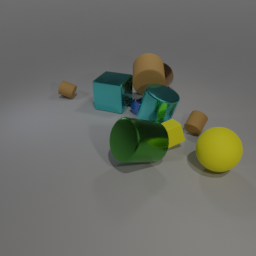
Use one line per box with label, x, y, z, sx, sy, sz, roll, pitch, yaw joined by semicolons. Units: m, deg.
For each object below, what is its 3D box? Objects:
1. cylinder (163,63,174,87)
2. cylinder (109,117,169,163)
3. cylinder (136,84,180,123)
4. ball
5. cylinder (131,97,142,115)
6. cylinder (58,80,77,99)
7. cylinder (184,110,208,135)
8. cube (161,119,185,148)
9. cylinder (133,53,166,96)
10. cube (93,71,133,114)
cylinder;1.441;-2.477;14.258;1.400;1.400;1.400;14;34;22
cylinder;0.355;0.415;9.026;1.400;1.400;1.400;6;21;-41
cylinder;1.185;-0.834;11.236;1.400;1.400;1.400;13;35;-9
ball;2.836;0.666;8.760;1.400;1.400;1.400;0;31;0
cylinder;0.595;-0.991;12.481;0.700;0.700;0.700;-24;39;-34
cylinder;-2.985;-1.899;13.827;0.700;0.700;0.700;21;32;-1
cylinder;2.664;-0.215;10.972;0.700;0.700;0.700;21;67;31
cube;1.545;0.184;10.167;0.700;0.700;0.700;-23;24;-9
cylinder;0.906;-2.340;12.324;1.400;1.400;1.400;1;43;1
cube;-0.668;-1.670;12.929;1.400;1.400;1.400;11;33;18
